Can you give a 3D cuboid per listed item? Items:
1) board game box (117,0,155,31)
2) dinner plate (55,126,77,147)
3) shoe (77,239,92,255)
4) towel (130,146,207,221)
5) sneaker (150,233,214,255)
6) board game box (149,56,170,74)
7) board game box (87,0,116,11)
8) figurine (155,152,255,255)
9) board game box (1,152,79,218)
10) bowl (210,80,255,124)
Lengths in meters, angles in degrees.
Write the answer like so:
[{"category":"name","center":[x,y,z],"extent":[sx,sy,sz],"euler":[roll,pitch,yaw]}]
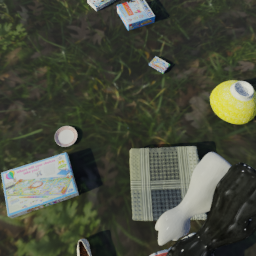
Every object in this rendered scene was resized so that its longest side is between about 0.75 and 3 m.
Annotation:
[{"category":"board game box","center":[0.360,-5.340,13.088],"extent":[1.351,0.386,1.380],"euler":[-21,66,-9]},{"category":"dinner plate","center":[-2.307,0.322,10.463],"extent":[0.840,0.102,0.840],"euler":[0,63,0]},{"category":"shoe","center":[-1.296,4.099,8.438],"extent":[0.514,0.392,1.470],"euler":[-13,65,-6]},{"category":"towel","center":[1.315,1.847,9.609],"extent":[2.486,0.446,2.582],"euler":[-2,66,2]},{"category":"sneaker","center":[1.220,4.137,7.845],"extent":[2.995,1.154,1.226],"euler":[-27,49,-13]},{"category":"board game box","center":[1.339,-2.687,11.924],"extent":[0.757,0.130,0.512],"euler":[34,69,15]},{"category":"board game box","center":[-1.282,-6.214,13.617],"extent":[1.188,0.206,0.750],"euler":[-35,69,-16]},{"category":"figurine","center":[1.697,1.957,6.438],"extent":[1.184,2.751,2.684],"euler":[43,90,-4]},{"category":"board game box","center":[-2.985,1.905,9.518],"extent":[2.284,0.391,1.536],"euler":[-17,65,-8]},{"category":"bowl","center":[4.161,-1.182,10.592],"extent":[1.860,1.001,1.860],"euler":[2,60,-4]}]
